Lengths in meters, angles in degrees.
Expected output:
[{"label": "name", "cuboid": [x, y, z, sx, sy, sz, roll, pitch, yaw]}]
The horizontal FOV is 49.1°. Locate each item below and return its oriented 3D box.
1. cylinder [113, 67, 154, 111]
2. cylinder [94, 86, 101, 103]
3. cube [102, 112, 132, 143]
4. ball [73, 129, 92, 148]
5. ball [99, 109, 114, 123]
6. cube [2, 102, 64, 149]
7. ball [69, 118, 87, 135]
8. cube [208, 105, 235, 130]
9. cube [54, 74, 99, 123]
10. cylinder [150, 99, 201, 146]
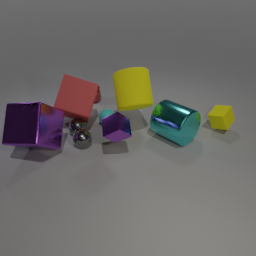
[{"label": "cylinder", "cuboid": [0.192, -1.465, 10.777, 1.400, 1.400, 1.400, -9, -3, 0]}, {"label": "cylinder", "cuboid": [-1.671, -1.685, 13.577, 0.700, 0.700, 0.700, 0, 65, 1]}, {"label": "cube", "cuboid": [-0.381, -0.009, 9.352, 0.700, 0.700, 0.700, -23, 58, 27]}, {"label": "ball", "cuboid": [-1.679, 0.384, 10.315, 0.700, 0.700, 0.700, 0, 30, 0]}, {"label": "ball", "cuboid": [-0.872, -0.449, 11.734, 0.700, 0.700, 0.700, 0, 30, 0]}, {"label": "cube", "cuboid": [-3.207, -0.034, 9.608, 1.400, 1.400, 1.400, 0, -10, 20]}, {"label": "ball", "cuboid": [-1.983, -0.038, 11.041, 0.700, 0.700, 0.700, 0, 30, 0]}, {"label": "cube", "cuboid": [3.731, -0.427, 11.180, 0.700, 0.700, 0.700, 10, 46, 47]}, {"label": "cube", "cuboid": [-2.096, -1.156, 11.419, 1.400, 1.400, 1.400, 16, -10, -8]}, {"label": "cylinder", "cuboid": [1.800, -0.221, 10.659, 1.400, 1.400, 1.400, -27, 40, -38]}]
